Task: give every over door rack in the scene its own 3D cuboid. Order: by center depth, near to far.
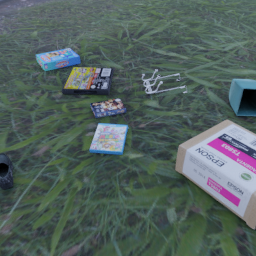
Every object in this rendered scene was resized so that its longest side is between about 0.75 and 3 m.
[{"bbox_3d":[1.669,-2.173,12.959,1.906,0.635,1.408,-3,37,-4],"label":"over door rack"}]

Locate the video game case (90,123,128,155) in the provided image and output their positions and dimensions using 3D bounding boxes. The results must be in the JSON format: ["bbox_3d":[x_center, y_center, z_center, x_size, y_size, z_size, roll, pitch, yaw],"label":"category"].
[{"bbox_3d":[-0.643,0.352,9.870,1.108,0.138,1.549,4,36,6],"label":"video game case"}]

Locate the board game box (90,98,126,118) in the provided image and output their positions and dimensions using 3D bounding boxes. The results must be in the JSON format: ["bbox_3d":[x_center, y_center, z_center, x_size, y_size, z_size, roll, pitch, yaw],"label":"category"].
[{"bbox_3d":[-0.810,-0.822,11.420,1.283,0.222,0.869,-12,38,-16],"label":"board game box"}]

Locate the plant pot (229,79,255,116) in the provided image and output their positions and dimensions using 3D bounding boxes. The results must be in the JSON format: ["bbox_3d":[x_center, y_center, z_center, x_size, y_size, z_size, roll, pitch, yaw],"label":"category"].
[{"bbox_3d":[4.830,-1.365,11.454,1.159,1.159,1.640,1,29,-2],"label":"plant pot"}]

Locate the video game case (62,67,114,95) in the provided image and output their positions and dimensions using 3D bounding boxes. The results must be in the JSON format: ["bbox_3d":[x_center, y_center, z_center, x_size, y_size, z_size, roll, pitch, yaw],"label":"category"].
[{"bbox_3d":[-1.840,-2.276,13.380,2.123,0.300,2.350,2,37,2],"label":"video game case"}]

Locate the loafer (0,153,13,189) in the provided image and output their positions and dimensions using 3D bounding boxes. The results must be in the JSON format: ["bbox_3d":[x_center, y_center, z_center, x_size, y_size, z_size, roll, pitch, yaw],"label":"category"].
[{"bbox_3d":[-3.723,1.187,8.384,0.503,0.520,1.481,-16,39,-21],"label":"loafer"}]

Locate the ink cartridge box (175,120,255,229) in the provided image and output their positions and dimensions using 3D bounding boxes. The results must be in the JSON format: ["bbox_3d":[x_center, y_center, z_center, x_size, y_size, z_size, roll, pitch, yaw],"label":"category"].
[{"bbox_3d":[3.174,1.103,8.019,2.308,1.052,2.801,-23,41,-31],"label":"ink cartridge box"}]

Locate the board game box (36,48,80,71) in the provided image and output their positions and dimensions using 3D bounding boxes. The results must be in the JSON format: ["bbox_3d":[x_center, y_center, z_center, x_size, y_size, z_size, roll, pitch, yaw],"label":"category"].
[{"bbox_3d":[-3.824,-3.766,15.301,1.997,0.449,1.519,-18,40,-24],"label":"board game box"}]
